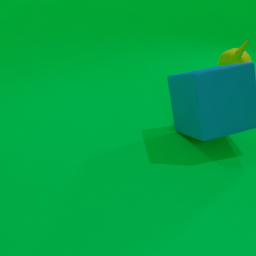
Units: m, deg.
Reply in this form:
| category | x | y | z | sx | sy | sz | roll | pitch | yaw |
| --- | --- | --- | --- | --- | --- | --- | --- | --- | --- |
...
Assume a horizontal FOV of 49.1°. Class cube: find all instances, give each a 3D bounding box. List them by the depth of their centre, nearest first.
| category | x | y | z | sx | sy | sz | roll | pitch | yaw |
| --- | --- | --- | --- | --- | --- | --- | --- | --- | --- |
| cube | 1.861 | -0.623 | 6.279 | 1.390 | 1.390 | 1.390 | -13 | 11 | -13 |

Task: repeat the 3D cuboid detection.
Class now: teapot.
| category | x | y | z | sx | sy | sz | roll | pitch | yaw |
| --- | --- | --- | --- | --- | --- | --- | --- | --- | --- |
| teapot | 3.267 | -2.012 | 8.436 | 0.971 | 1.562 | 0.765 | 39 | 79 | 18 |
